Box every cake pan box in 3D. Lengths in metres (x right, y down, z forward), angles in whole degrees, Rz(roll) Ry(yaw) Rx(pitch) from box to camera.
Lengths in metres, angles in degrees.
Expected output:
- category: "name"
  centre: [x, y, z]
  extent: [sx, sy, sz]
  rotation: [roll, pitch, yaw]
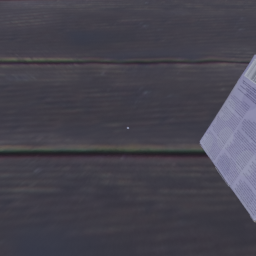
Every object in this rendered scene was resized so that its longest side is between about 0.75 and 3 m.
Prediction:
- category: "cake pan box"
  centre: [2.034, 0.071, 4.216]
  extent: [0.523, 1.840, 1.998]
  rotation: [16, 26, -22]
